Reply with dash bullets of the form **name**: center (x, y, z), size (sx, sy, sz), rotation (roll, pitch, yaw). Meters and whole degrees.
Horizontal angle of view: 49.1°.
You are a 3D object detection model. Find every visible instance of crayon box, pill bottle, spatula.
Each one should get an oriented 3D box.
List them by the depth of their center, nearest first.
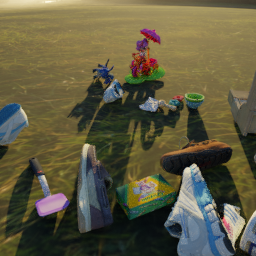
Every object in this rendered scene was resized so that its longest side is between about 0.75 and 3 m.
- **pill bottle**: center (3.318, 2.489, 5.647), size (1.778, 0.988, 0.988), rotation (25, 38, 35)
- **crayon box**: center (0.464, 1.783, 7.437), size (1.406, 0.410, 0.835), rotation (-14, 33, -23)
- **spatula**: center (-2.418, 1.543, 7.989), size (0.803, 0.292, 2.842), rotation (-14, 32, -25)

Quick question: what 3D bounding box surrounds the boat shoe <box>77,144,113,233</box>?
- **boat shoe**: center (-0.872, 1.484, 7.469), size (0.912, 1.012, 2.815), rotation (2, 33, -9)

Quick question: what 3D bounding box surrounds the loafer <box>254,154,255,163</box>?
- **loafer**: center (5.117, 1.169, 7.870), size (1.132, 1.022, 2.992), rotation (-25, 38, -37)

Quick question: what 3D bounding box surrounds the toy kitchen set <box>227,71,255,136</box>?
- **toy kitchen set**: center (5.502, -1.381, 10.781), size (2.289, 2.531, 2.805), rotation (3, 34, 3)

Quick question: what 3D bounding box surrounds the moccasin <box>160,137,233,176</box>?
- **moccasin**: center (2.031, 0.801, 8.636), size (2.508, 0.917, 0.968), rotation (-15, 32, -24)

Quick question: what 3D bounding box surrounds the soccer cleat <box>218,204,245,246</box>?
- **soccer cleat**: center (2.441, 2.287, 6.508), size (0.591, 0.478, 1.369), rotation (7, 30, 11)

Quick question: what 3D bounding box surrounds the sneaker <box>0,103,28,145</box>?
- **sneaker**: center (-4.491, 0.265, 9.639), size (0.945, 0.998, 2.471), rotation (25, 58, 33)

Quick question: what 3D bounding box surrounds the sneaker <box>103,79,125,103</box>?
- **sneaker**: center (-0.741, -1.678, 13.172), size (0.921, 0.796, 2.124), rotation (-34, 9, 15)

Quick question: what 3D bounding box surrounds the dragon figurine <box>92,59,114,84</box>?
- **dragon figurine**: center (-1.152, -3.122, 15.599), size (1.276, 0.756, 2.568), rotation (10, 32, 17)

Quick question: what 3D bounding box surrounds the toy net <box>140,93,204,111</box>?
- **toy net**: center (1.903, -1.276, 12.610), size (2.828, 0.546, 1.484), rotation (-3, 30, -4)

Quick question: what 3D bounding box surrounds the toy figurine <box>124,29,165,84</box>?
- **toy figurine**: center (0.870, -4.051, 15.246), size (2.060, 2.526, 2.744), rotation (27, 44, 33)

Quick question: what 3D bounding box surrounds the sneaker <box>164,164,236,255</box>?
- **sneaker**: center (1.440, 1.905, 6.699), size (1.292, 1.118, 2.982), rotation (-27, 15, 13)
